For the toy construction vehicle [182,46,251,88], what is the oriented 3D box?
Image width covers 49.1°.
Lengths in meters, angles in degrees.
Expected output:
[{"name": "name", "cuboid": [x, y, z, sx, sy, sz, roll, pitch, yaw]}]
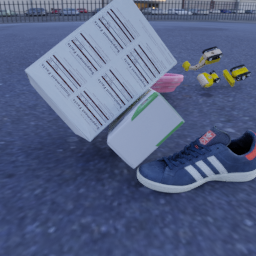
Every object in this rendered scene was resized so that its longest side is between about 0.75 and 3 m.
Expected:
[{"name": "toy construction vehicle", "cuboid": [4.023, -2.633, 12.967, 2.420, 0.852, 2.107, -21, 63, -15]}]

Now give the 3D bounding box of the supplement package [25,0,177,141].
[{"name": "supplement package", "cuboid": [-0.816, -1.387, 7.248, 2.779, 2.044, 2.657, -43, 14, -10]}]

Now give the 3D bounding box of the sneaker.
[{"name": "sneaker", "cuboid": [1.586, 0.584, 6.237, 2.863, 1.210, 1.073, -7, 26, -13]}]

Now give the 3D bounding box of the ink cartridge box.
[{"name": "ink cartridge box", "cuboid": [0.323, -0.125, 6.777, 1.507, 0.874, 2.082, -44, 10, 7]}]

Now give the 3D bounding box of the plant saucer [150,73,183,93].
[{"name": "plant saucer", "cuboid": [0.861, -1.859, 11.248, 2.644, 0.670, 2.644, 2, 15, -1]}]
